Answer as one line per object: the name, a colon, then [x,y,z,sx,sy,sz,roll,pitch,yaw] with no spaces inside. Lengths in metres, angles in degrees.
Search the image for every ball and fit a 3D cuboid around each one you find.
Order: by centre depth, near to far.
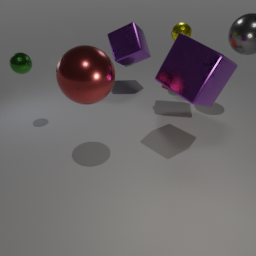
ball: [-1.004,-1.260,6.725,1.400,1.400,1.400,0,30,0]
ball: [-3.516,-2.123,9.203,0.700,0.700,0.700,0,30,0]
ball: [1.862,-3.302,9.732,0.700,0.700,0.700,0,30,0]
ball: [4.266,-3.285,9.853,1.400,1.400,1.400,0,30,0]

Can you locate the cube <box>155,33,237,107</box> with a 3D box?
cube: [1.895,-1.555,7.792,1.400,1.400,1.400,40,22,29]

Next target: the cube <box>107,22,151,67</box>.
cube: [0.076,-3.915,13.329,1.400,1.400,1.400,-18,-6,21]

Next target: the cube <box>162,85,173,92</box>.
cube: [2.343,-2.281,11.271,1.400,1.400,1.400,19,60,-12]
